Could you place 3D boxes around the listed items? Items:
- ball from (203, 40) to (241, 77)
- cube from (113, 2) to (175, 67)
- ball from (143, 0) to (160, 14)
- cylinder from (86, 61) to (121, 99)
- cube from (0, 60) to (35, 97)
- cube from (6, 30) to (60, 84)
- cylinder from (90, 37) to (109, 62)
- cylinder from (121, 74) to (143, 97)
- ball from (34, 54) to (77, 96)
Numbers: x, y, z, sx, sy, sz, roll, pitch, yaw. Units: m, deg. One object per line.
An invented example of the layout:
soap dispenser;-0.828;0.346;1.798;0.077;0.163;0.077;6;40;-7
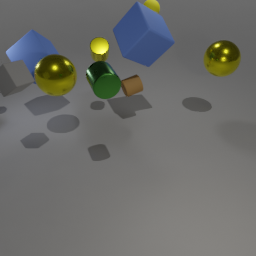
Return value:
ball;3.667;-2.706;10.951;1.400;1.400;1.400;0;32;0
cube;0.543;-3.309;10.079;1.400;1.400;1.400;9;53;-44
ball;0.917;-4.737;11.135;0.700;0.700;0.700;0;32;0
cylinder;-0.603;-1.173;6.831;0.700;0.700;0.700;-12;41;-18
cube;-3.207;-1.391;7.819;0.700;0.700;0.700;-24;9;33
cube;-3.580;-2.715;11.093;1.400;1.400;1.400;-36;-9;10
cylinder;-1.054;-2.897;10.415;0.700;0.700;0.700;-4;-11;-6
cylinder;0.151;-1.670;11.080;0.700;0.700;0.700;-23;37;-10
ball;-2.420;-1.765;9.416;1.400;1.400;1.400;0;32;0
